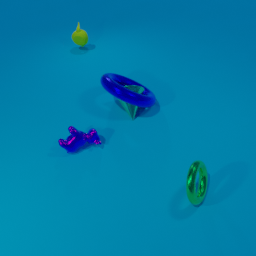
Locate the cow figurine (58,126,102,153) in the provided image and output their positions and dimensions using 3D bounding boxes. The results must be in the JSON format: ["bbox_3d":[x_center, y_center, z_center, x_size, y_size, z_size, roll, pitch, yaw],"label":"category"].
[{"bbox_3d":[-1.363,0.377,8.155,1.044,1.027,0.573,-51,22,-1],"label":"cow figurine"}]

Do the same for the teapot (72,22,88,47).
[{"bbox_3d":[-2.068,-4.007,12.183,0.724,1.164,0.570,5,57,8],"label":"teapot"}]

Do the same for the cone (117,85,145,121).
[{"bbox_3d":[0.104,-0.730,9.282,1.025,1.025,1.029,-5,74,-5],"label":"cone"}]

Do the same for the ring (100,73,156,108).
[{"bbox_3d":[0.019,-1.279,9.364,2.002,0.400,2.002,22,21,-9],"label":"ring"}]

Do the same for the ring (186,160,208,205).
[{"bbox_3d":[1.694,1.325,6.838,0.218,1.088,1.088,2,39,34],"label":"ring"}]
